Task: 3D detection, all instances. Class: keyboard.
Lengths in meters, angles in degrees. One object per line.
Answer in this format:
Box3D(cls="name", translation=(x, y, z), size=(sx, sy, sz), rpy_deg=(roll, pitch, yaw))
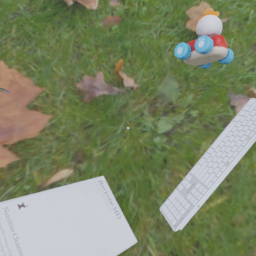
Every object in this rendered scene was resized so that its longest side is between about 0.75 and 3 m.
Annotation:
Box3D(cls="keyboard", translation=(1.471, 0.552, 4.678), size=(0.138, 0.726, 2.580), rpy_deg=(39, 92, -24))

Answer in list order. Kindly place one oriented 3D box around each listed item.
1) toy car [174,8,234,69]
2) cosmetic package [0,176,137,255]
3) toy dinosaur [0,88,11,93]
Box3D(cls="toy car", translation=(1.697, -2.035, 6.206), size=(1.060, 1.017, 1.150), rpy_deg=(7, 83, -42))
Box3D(cls="cosmetic package", translation=(-1.185, 1.724, 4.253), size=(2.441, 0.990, 1.378), rpy_deg=(-9, 60, -48))
Box3D(cls="toy dinosaur", translation=(-2.304, -0.214, 3.997), size=(1.481, 0.570, 0.757), rpy_deg=(-4, 52, 7))
